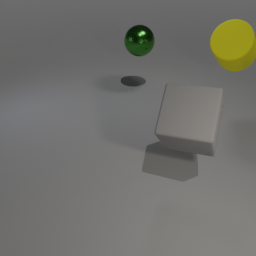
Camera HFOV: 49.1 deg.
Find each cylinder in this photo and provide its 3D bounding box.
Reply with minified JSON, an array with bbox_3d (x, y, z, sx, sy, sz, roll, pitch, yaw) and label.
[{"bbox_3d":[3.713,-2.836,9.792,1.400,1.400,1.400,19,4,28],"label":"cylinder"}]

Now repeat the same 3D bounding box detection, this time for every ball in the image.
[{"bbox_3d":[0.525,-3.997,12.849,1.400,1.400,1.400,0,32,0],"label":"ball"}]

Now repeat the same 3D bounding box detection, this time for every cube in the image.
[{"bbox_3d":[1.639,-0.191,7.294,1.400,1.400,1.400,9,74,21],"label":"cube"}]
